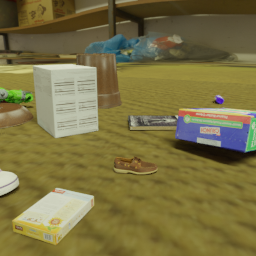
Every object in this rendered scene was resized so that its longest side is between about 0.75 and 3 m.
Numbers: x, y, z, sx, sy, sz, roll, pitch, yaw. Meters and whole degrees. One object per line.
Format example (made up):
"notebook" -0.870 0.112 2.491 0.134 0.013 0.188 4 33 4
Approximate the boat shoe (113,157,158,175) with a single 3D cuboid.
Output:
"boat shoe" 0.162 0.808 6.135 0.980 0.331 0.353 2 16 5

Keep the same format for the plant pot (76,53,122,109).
"plant pot" -1.452 -2.288 13.159 2.393 2.369 2.393 1 16 0

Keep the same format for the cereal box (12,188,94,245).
"cereal box" -1.141 1.351 4.470 0.789 0.217 1.097 7 18 23

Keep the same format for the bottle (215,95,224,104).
"bottle" 4.457 -1.422 13.765 0.384 0.300 0.919 26 19 0

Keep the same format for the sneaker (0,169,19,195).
"sneaker" -3.044 0.706 5.124 1.953 1.114 0.708 0 15 -3

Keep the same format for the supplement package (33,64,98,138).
"supplement package" -2.072 -0.995 9.250 1.510 2.053 1.963 -10 20 -31

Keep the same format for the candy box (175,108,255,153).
"candy box" 2.752 -0.038 7.417 2.327 0.896 1.967 -5 12 -42

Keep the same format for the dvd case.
"dvd case" 1.017 -0.198 9.867 1.991 0.159 1.480 -1 17 -3

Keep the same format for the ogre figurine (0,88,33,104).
"ogre figurine" -5.681 -1.356 12.081 2.729 1.339 1.636 20 3 13

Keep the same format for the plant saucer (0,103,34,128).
"plant saucer" -4.967 -0.524 10.458 2.717 0.497 2.717 -1 16 0
